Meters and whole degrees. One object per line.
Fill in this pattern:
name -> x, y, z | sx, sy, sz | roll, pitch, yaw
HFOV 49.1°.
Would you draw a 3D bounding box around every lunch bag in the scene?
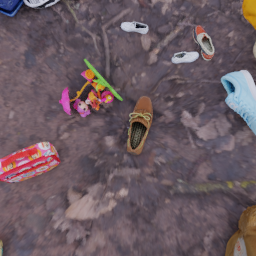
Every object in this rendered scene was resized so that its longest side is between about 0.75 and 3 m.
lunch bag -> -2.823, 0.947, 7.872 | 1.638, 1.442, 0.671 | -23, 74, -7

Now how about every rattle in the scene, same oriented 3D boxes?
rattle -> 4.434, -2.611, 8.195 | 1.796, 1.970, 2.758 | -8, 51, 29

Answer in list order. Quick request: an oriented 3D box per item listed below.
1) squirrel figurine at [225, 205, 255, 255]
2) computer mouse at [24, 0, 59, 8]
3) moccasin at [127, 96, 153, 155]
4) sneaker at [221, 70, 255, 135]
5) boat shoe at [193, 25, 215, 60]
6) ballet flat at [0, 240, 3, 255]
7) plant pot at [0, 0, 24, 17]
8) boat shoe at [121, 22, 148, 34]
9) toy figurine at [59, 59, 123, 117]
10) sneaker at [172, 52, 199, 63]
squirrel figurine -> 3.911, 3.102, 7.173 | 2.183, 1.655, 2.339 | 13, 76, -3
computer mouse -> -2.792, -4.894, 10.250 | 2.081, 0.457, 1.141 | -27, 79, -14
moccasin -> 0.343, -0.134, 8.588 | 0.686, 0.724, 1.876 | 19, 74, 6
sneaker -> 3.544, -0.682, 8.684 | 0.990, 0.893, 2.416 | -10, 60, -5
boat shoe -> 2.622, -3.006, 9.648 | 0.487, 0.428, 1.369 | -13, 72, -2
ballet flat -> -4.553, 3.498, 7.473 | 2.374, 0.839, 0.839 | -7, 73, -2
plant pot -> -4.383, -4.879, 9.758 | 1.479, 1.329, 1.478 | 24, 74, 7
boat shoe -> 0.236, -3.607, 9.888 | 0.979, 0.320, 0.360 | 8, 73, 2
toy figurine -> -1.308, -0.986, 8.819 | 1.587, 1.294, 1.724 | -43, 101, 4
sneaker -> 1.968, -2.423, 9.509 | 0.948, 0.335, 0.346 | -15, 73, -5
